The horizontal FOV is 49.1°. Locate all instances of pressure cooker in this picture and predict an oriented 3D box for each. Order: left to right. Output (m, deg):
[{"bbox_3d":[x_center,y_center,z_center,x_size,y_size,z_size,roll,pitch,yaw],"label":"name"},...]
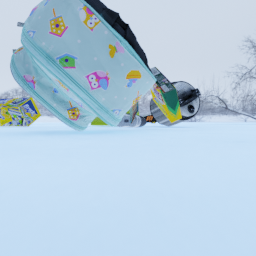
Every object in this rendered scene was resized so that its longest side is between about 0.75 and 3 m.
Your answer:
[{"bbox_3d":[1.769,-0.900,10.121,1.496,1.473,1.674,23,-20,-19],"label":"pressure cooker"}]

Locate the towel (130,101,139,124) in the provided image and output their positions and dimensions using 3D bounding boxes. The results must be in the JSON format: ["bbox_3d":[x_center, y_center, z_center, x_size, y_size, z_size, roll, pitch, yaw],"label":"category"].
[{"bbox_3d":[0.179,-0.768,8.913,0.115,1.061,0.778,9,-37,-12],"label":"towel"}]

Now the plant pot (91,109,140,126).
[{"bbox_3d":[-0.520,-0.939,12.023,1.796,1.630,1.787,-2,3,15],"label":"plant pot"}]

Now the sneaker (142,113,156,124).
[{"bbox_3d":[0.949,-0.342,11.663,1.010,0.454,0.353,-21,-30,11],"label":"sneaker"}]

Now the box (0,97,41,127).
[{"bbox_3d":[-4.505,-0.596,10.577,2.435,0.853,0.783,0,34,31],"label":"box"}]

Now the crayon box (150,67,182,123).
[{"bbox_3d":[0.869,-0.824,6.908,0.327,0.967,1.121,-25,43,-5],"label":"crayon box"}]

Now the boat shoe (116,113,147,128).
[{"bbox_3d":[0.073,-0.276,9.623,0.512,0.541,1.547,4,0,-34],"label":"boat shoe"}]

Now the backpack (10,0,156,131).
[{"bbox_3d":[-0.859,-1.261,5.347,2.528,2.204,2.875,44,-1,-23],"label":"backpack"}]
